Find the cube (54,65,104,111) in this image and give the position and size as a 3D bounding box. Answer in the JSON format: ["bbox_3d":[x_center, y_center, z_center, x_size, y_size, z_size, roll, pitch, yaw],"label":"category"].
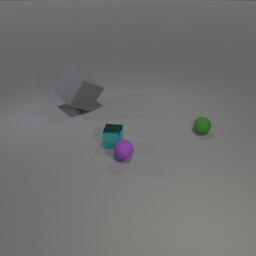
[{"bbox_3d":[-2.273,-1.831,13.058,1.400,1.400,1.400,45,18,31],"label":"cube"}]

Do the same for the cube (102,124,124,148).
[{"bbox_3d":[-0.562,0.313,10.756,0.700,0.700,0.700,3,28,6],"label":"cube"}]

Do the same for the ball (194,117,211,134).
[{"bbox_3d":[3.058,-0.110,11.496,0.700,0.700,0.700,0,28,0],"label":"ball"}]

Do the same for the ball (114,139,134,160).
[{"bbox_3d":[-0.149,0.741,9.693,0.700,0.700,0.700,0,28,0],"label":"ball"}]
